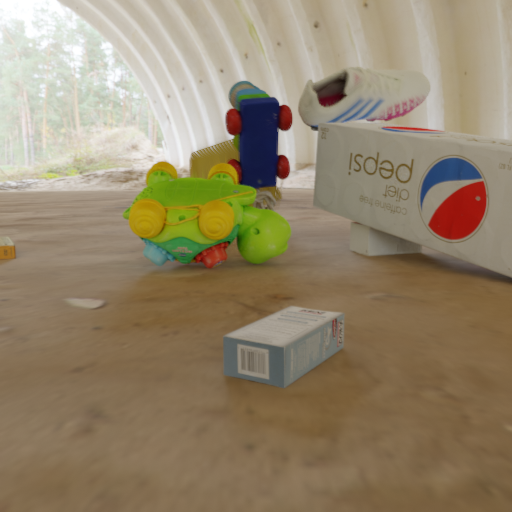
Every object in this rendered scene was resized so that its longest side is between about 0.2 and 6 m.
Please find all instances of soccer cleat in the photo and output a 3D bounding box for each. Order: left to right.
[{"bbox_3d":[2.050,-3.001,10.234,2.610,0.912,1.127,-16,-22,-6],"label":"soccer cleat"}]

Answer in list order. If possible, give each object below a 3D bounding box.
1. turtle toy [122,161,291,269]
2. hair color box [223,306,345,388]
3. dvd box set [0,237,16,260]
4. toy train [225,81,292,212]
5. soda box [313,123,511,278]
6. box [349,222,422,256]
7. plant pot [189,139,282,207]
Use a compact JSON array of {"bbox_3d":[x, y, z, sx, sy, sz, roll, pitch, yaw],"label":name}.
[{"bbox_3d":[-0.735,-0.500,8.450,2.547,1.287,1.856,3,32,0],"label":"turtle toy"},{"bbox_3d":[0.238,0.645,4.186,0.502,0.307,1.014,5,11,31],"label":"hair color box"},{"bbox_3d":[-5.036,-0.096,9.357,1.795,0.264,1.314,-4,9,-28],"label":"dvd box set"},{"bbox_3d":[-0.091,-1.957,11.258,1.207,2.852,1.651,-7,36,-11],"label":"toy train"},{"bbox_3d":[2.894,-1.060,8.675,1.513,1.618,4.752,-7,20,-30],"label":"soda box"},{"bbox_3d":[2.309,-0.328,9.969,1.090,0.531,0.678,-3,10,-19],"label":"box"},{"bbox_3d":[-0.713,-1.809,13.527,1.937,1.708,1.936,-21,5,-8],"label":"plant pot"}]
